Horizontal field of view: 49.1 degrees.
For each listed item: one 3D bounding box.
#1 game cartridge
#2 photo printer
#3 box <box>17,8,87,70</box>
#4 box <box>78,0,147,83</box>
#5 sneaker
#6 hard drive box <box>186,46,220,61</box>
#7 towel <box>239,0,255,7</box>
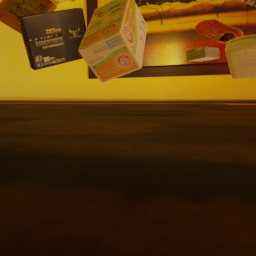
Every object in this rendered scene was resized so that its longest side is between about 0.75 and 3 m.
[{"bbox_3d":[-3.611,-4.118,9.826,1.695,0.275,1.494,-38,-39,24],"label":"game cartridge"},{"bbox_3d":[3.494,-2.071,8.129,1.182,0.493,1.421,-1,-34,31],"label":"photo printer"},{"bbox_3d":[-2.367,-2.965,9.249,2.080,1.640,0.530,-21,30,-27],"label":"box"},{"bbox_3d":[-0.270,-2.091,6.425,1.065,0.960,1.893,-15,43,25],"label":"box"},{"bbox_3d":[3.071,-3.296,9.631,1.736,0.633,0.669,26,50,31],"label":"sneaker"},{"bbox_3d":[2.735,-2.678,10.194,1.000,0.384,0.779,-11,8,-43],"label":"hard drive box"},{"bbox_3d":[2.911,-2.715,4.888,2.100,1.085,2.536,26,41,7],"label":"towel"}]
